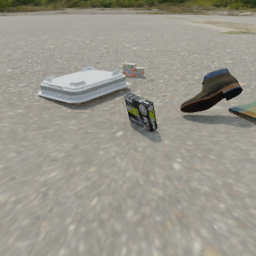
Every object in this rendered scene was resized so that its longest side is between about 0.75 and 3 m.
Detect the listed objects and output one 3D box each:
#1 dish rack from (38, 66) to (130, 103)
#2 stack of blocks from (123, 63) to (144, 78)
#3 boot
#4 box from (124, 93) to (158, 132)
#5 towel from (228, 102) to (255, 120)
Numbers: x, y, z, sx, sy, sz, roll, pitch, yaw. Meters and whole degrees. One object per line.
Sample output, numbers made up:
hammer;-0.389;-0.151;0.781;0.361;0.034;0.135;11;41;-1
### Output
dish rack;-1.480;-1.563;9.458;2.275;0.577;2.651;17;31;37
stack of blocks;0.224;-2.337;11.285;0.841;0.484;0.246;11;28;20
boot;2.153;-1.007;7.655;1.666;0.622;0.807;-20;58;12
box;0.309;-0.403;6.960;0.209;0.758;0.946;-31;37;-24
towel;3.765;-0.516;7.780;1.536;0.167;1.127;-13;22;-20
